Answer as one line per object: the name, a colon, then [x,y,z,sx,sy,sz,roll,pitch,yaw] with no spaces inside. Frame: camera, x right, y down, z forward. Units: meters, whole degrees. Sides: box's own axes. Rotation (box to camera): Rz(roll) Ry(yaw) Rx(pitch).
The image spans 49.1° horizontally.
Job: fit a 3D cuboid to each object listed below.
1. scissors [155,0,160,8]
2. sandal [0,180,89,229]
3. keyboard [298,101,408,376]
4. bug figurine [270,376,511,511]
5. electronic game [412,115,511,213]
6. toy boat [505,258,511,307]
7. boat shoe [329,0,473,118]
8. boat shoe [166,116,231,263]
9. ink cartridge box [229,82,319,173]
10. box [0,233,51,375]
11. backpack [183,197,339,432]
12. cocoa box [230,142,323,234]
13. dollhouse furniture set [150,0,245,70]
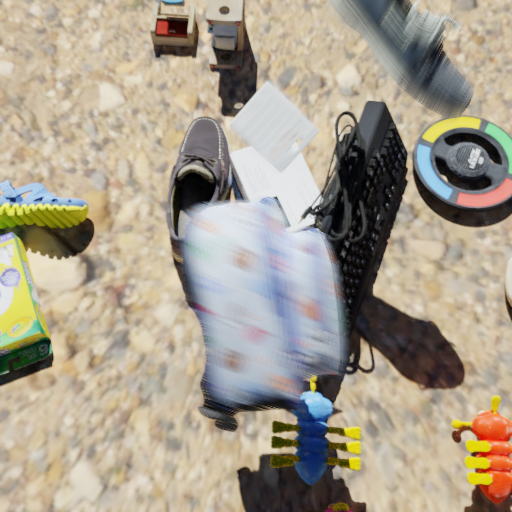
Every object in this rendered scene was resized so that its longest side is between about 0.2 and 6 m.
scissors: [-2.371,-6.488,12.664,0.883,0.168,2.415,7,69,0]
sandal: [-3.988,-0.977,10.132,1.925,0.765,0.838,3,64,0]
keyboard: [1.724,-0.455,9.056,0.899,2.363,4.539,3,63,40]
bug figurine: [2.125,3.496,8.156,4.084,1.051,3.167,7,74,-1]
electronic game: [4.003,-1.772,10.590,2.081,0.433,2.081,0,68,0]
toy boat: [5.001,0.494,9.408,1.498,0.696,1.259,-10,61,37]
boat shoe: [1.991,-2.941,7.328,2.566,0.793,0.961,51,43,5]
boat shoe: [-1.036,-1.349,10.131,1.068,0.962,2.969,8,68,3]
ink cartridge box: [0.232,-1.643,7.202,0.921,0.218,0.737,42,98,-4]
box: [-4.398,0.866,9.482,1.335,0.550,2.276,-22,71,-8]
backpack: [0.032,0.442,6.429,1.791,2.326,2.215,-17,103,3]
cocoa box: [0.388,-0.963,9.859,1.202,1.182,1.802,-20,69,-8]
dollhouse furniture set: [-1.219,-4.762,11.289,1.934,1.363,1.355,3,68,0]
